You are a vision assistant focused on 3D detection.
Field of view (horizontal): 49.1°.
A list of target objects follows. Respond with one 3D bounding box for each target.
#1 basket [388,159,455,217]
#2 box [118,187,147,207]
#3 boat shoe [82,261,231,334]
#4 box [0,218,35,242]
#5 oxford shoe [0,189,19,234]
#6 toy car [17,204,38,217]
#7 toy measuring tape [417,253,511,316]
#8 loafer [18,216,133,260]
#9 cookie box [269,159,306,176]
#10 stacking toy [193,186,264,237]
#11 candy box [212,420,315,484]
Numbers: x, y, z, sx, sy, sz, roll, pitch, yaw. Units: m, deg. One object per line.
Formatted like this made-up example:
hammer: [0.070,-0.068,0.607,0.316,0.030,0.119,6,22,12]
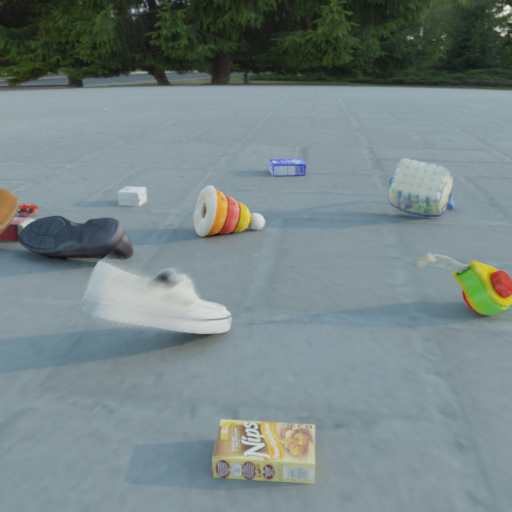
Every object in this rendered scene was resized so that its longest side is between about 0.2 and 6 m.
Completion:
basket: [3.730,-1.509,12.799,1.514,1.194,1.717,17,1,24]
box: [-3.014,-1.447,13.647,0.542,0.354,0.539,4,22,9]
boat shoe: [-1.142,0.523,7.158,2.179,0.716,0.784,15,0,-38]
box: [-4.855,-0.538,11.296,0.679,0.370,0.434,5,22,12]
oxford shoe: [-5.376,-0.644,10.051,1.014,1.013,2.843,4,31,20]
toy car: [-5.653,-1.054,12.789,1.147,0.256,1.079,-12,24,-29]
toy measuring tape: [3.074,0.451,7.948,1.963,0.722,0.722,13,12,-33]
loafer: [-3.303,-0.212,10.219,2.375,0.748,0.854,1,53,27]
cookie box: [0.925,-2.629,16.638,0.982,0.369,0.840,-2,21,-4]
stacking toy: [-0.493,-0.819,11.582,1.432,1.047,1.047,9,16,-25]
candy box: [0.087,1.853,5.337,0.943,0.261,0.545,2,23,4]
